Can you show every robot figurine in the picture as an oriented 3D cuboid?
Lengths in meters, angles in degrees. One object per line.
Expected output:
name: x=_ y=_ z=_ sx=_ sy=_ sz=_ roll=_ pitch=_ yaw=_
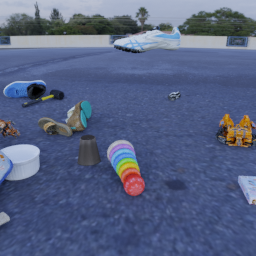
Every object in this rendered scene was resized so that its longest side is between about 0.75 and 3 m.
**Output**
robot figurine: x=4.189 y=0.080 z=10.752 sx=1.593 sy=0.639 sz=2.197 roll=4 pitch=21 yaw=15

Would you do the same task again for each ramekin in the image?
ramekin: x=-3.248 y=1.021 z=8.320 sx=1.260 sy=0.614 sz=1.260 roll=0 pitch=22 yaw=0

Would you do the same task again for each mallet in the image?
mallet: x=-4.803 y=-1.628 z=15.586 sx=2.540 sy=0.523 sz=0.836 roll=-24 pitch=31 yaw=-39

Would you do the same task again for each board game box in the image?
board game box: x=3.551 y=1.621 z=7.302 sx=1.053 sy=0.217 sz=1.050 roll=2 pitch=21 yaw=5

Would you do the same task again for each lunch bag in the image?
lunch bag: x=-3.961 y=1.112 z=7.327 sx=1.876 sy=0.709 sz=1.503 roll=19 pitch=67 yaw=43

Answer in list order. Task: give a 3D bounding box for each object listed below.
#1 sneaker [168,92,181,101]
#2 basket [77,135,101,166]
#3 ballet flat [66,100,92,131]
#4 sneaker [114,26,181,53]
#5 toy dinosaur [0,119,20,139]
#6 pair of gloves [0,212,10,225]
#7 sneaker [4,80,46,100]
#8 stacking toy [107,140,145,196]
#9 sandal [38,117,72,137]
sneaker: x=2.595 y=-1.822 z=16.210 sx=0.461 sy=0.425 sz=1.153 roll=0 pitch=12 yaw=41
basket: x=-1.247 y=0.687 z=8.880 sx=0.760 sy=0.843 sz=0.573 roll=-6 pitch=22 yaw=-16
ballet flat: x=-2.224 y=-0.505 z=12.268 sx=0.973 sy=0.912 sz=2.689 roll=-18 pitch=24 yaw=6
sneaker: x=0.749 y=-3.467 z=11.025 sx=2.670 sy=0.968 sz=0.959 roll=-6 pitch=11 yaw=-6
toy dinosaur: x=-4.764 y=0.011 z=10.406 sx=1.422 sy=0.965 sz=0.726 roll=39 pitch=-2 yaw=-14
pair of gloves: x=-3.270 y=2.100 z=6.093 sx=1.137 sy=0.199 sz=0.967 roll=10 pitch=27 yaw=30
sneaker: x=-5.949 y=-2.154 z=16.213 sx=2.403 sy=0.922 sz=1.337 roll=-10 pitch=26 yaw=-16
stacking toy: x=-0.028 y=1.132 z=7.866 sx=0.852 sy=0.852 sz=1.996 roll=-5 pitch=25 yaw=-12
sandal: x=-2.970 y=0.030 z=11.067 sx=1.729 sy=0.694 sz=0.467 roll=16 pitch=47 yaw=27
